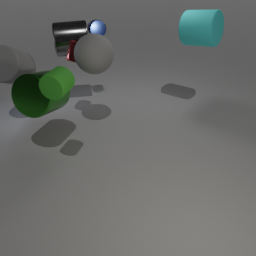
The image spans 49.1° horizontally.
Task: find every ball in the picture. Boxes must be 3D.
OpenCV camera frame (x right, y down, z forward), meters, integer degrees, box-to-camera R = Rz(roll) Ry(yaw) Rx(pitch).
[{"bbox_3d":[-1.201,-2.612,9.912,1.400,1.400,1.400,0,32,0],"label":"ball"}]

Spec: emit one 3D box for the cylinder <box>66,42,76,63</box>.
[{"bbox_3d":[-1.953,-2.853,10.710,0.700,0.700,0.700,14,10,-3],"label":"cylinder"}]

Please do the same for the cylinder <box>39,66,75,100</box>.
[{"bbox_3d":[-1.857,-1.182,7.359,0.700,0.700,0.700,9,33,13],"label":"cylinder"}]

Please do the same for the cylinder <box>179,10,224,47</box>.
[{"bbox_3d":[3.013,-4.093,11.496,1.400,1.400,1.400,16,34,34],"label":"cylinder"}]

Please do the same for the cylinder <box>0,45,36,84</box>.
[{"bbox_3d":[-4.581,-2.433,11.019,1.400,1.400,1.400,5,6,8],"label":"cylinder"}]

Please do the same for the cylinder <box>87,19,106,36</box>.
[{"bbox_3d":[-1.324,-4.209,11.859,0.700,0.700,0.700,-9,25,-14],"label":"cylinder"}]

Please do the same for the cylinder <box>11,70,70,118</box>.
[{"bbox_3d":[-2.855,-1.162,9.313,1.400,1.400,1.400,8,18,13],"label":"cylinder"}]

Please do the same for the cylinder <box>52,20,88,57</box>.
[{"bbox_3d":[-2.420,-3.820,11.986,1.400,1.400,1.400,-7,32,-7],"label":"cylinder"}]
